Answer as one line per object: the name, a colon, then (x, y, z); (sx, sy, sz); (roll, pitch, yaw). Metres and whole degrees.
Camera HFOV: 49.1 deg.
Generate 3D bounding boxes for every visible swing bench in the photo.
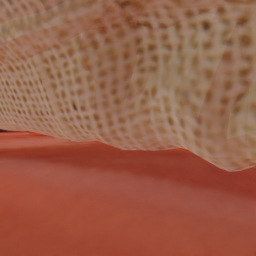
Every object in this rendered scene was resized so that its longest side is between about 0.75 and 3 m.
swing bench: (0.054, -0.613, 1.154); (2.451, 1.599, 2.465); (0, -4, 43)

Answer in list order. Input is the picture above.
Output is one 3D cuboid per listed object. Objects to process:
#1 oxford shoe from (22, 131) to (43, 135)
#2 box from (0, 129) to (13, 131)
oxford shoe: (-0.849, -0.133, 3.553); (1.315, 0.469, 0.479); (0, 6, -35)
box: (-2.684, -0.365, 4.818); (1.596, 0.846, 0.975); (0, 1, 24)
